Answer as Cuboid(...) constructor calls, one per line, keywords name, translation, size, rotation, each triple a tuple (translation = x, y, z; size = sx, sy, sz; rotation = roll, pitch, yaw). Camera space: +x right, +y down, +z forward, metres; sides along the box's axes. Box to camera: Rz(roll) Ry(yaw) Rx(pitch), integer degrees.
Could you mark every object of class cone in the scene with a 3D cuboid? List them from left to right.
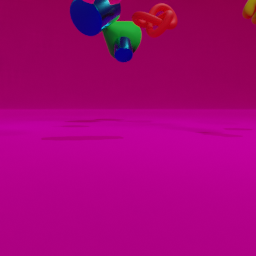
Cuboid(name="cone", translation=(-0.604, -3.793, 11.045), size=(1.664, 1.664, 1.671), rotation=(3, -8, 34))

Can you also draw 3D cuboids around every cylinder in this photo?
Cuboid(name="cylinder", translation=(-1.083, -3.943, 9.437), size=(1.272, 1.272, 1.272), rotation=(3, 40, 37))
Cuboid(name="cylinder", translation=(-0.174, -2.991, 10.675), size=(0.705, 0.705, 0.705), rotation=(-2, -36, -2))

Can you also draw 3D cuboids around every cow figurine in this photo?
Cuboid(name="cow figurine", translation=(2.365, -2.221, 4.527), size=(0.609, 1.091, 1.109), rotation=(7, 30, -38))

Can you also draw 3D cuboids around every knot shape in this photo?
Cuboid(name="knot shape", translation=(1.004, -3.605, 9.448), size=(1.608, 0.743, 1.505), rotation=(-12, 39, -6))

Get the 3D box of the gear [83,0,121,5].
Cuboid(name="gear", translation=(-0.337, -2.432, 3.655), size=(1.474, 1.474, 0.273), rotation=(-1, 14, -11))
